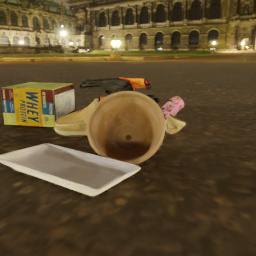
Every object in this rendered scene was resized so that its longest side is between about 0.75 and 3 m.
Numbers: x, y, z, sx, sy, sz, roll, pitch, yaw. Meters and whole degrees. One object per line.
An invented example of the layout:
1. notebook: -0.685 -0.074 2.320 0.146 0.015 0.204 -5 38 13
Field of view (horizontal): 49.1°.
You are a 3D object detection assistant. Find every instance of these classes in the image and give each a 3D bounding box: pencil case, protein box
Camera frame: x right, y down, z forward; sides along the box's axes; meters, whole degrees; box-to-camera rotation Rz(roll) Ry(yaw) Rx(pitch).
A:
1. pencil case: 1.246 -0.514 8.371 0.544 0.521 1.258 23 38 19
2. protein box: -2.787 -0.804 8.985 1.672 1.136 1.684 3 15 9

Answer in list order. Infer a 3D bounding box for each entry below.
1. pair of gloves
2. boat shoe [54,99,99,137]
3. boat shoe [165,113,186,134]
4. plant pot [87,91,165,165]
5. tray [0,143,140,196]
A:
1. pair of gloves: -0.219 -1.175 9.884 2.408 0.334 2.703 3 -13 20
2. boat shoe: -0.881 -0.411 7.632 2.301 0.876 0.824 -13 40 -14
3. boat shoe: 1.125 -0.049 7.060 0.477 0.429 1.321 32 1 7
4. plant pot: -0.016 0.076 6.040 1.627 1.627 0.751 2 -23 8
5. tray: -1.111 0.714 5.033 2.408 0.267 1.293 10 13 31
